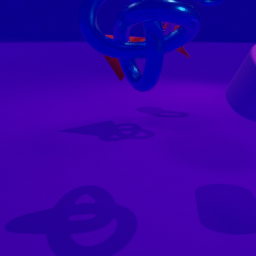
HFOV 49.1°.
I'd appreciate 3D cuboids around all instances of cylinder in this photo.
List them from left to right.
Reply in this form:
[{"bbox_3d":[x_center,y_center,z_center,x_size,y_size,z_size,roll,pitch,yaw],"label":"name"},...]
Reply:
[{"bbox_3d":[2.182,-0.721,4.468,0.918,0.918,0.918,5,54,-7],"label":"cylinder"}]

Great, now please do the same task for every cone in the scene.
[{"bbox_3d":[-0.463,-2.283,7.936,1.403,1.398,1.398,29,17,-9],"label":"cone"}]

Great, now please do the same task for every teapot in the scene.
[{"bbox_3d":[1.718,-3.211,9.968,0.850,1.735,1.079,4,-31,-44],"label":"teapot"}]

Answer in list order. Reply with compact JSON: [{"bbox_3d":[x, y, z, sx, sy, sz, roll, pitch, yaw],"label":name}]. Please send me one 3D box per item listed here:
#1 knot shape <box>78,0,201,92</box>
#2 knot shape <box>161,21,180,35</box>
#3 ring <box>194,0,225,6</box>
[{"bbox_3d":[0.251,-1.417,4.148,1.637,1.749,0.808,-6,39,35],"label":"knot shape"},{"bbox_3d":[0.922,-3.097,7.702,1.330,0.657,1.421,14,-3,-40],"label":"knot shape"},{"bbox_3d":[2.726,-4.572,9.518,1.244,0.249,1.244,1,56,-1],"label":"ring"}]
